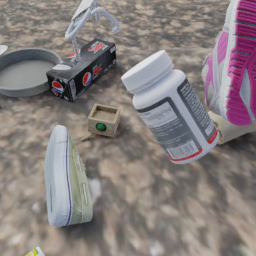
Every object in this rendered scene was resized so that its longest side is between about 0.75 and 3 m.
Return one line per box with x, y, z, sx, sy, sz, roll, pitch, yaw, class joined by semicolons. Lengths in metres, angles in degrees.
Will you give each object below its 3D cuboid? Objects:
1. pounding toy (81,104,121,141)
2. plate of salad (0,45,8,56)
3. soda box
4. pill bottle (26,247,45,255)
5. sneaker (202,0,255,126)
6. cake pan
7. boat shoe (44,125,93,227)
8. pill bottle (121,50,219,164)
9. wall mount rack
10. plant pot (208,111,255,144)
-0.833;-0.110;8.598;0.973;0.751;1.057;11;39;4;pounding toy
-5.798;-3.024;11.354;1.830;0.440;1.830;-11;36;8;plate of salad
-1.633;-2.247;10.463;1.045;0.936;2.955;23;49;21;soda box
-2.067;2.871;5.687;0.834;0.471;0.471;-32;53;-28;pill bottle
2.180;-1.505;5.936;1.156;2.840;1.253;12;1;-22;sneaker
-3.874;-2.128;10.636;2.820;0.517;2.820;0;45;0;cake pan
-1.557;1.152;7.189;0.929;1.079;2.997;13;40;-27;boat shoe
0.859;-0.418;5.761;1.207;2.119;1.207;-32;16;10;pill bottle
-0.758;-2.784;6.841;2.197;0.943;2.529;-7;54;52;wall mount rack
2.996;-0.236;8.289;1.332;1.455;1.455;-29;51;-11;plant pot
